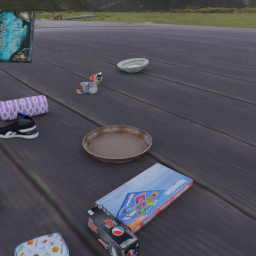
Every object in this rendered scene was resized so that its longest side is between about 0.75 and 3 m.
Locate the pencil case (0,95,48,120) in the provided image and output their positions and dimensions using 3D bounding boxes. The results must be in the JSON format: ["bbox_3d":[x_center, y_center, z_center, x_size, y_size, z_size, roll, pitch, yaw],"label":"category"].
[{"bbox_3d":[-4.780,-0.944,12.846,2.185,0.917,0.934,-11,22,-26],"label":"pencil case"}]

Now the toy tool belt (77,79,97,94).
[{"bbox_3d":[-2.357,-2.424,16.051,1.217,0.748,0.760,-3,26,-7],"label":"toy tool belt"}]

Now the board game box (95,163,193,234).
[{"bbox_3d":[0.521,1.833,7.828,1.361,0.257,2.643,21,33,40],"label":"board game box"}]

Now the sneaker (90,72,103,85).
[{"bbox_3d":[-2.063,-3.090,17.731,0.732,0.664,1.725,-6,16,6],"label":"sneaker"}]

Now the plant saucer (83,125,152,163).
[{"bbox_3d":[-0.383,0.596,10.234,2.499,0.401,2.499,0,25,0],"label":"plant saucer"}]

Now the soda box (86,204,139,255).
[{"bbox_3d":[-0.388,2.388,6.376,0.466,0.520,1.471,-16,29,-35],"label":"soda box"}]

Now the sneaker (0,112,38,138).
[{"bbox_3d":[-4.476,-0.157,11.091,1.767,0.989,0.646,2,26,3],"label":"sneaker"}]

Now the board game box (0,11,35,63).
[{"bbox_3d":[-4.429,-3.580,11.026,1.368,2.022,0.285,1,-7,2],"label":"board game box"}]

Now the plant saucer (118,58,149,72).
[{"bbox_3d":[0.389,-4.497,20.383,2.263,0.568,2.263,-5,28,3],"label":"plant saucer"}]

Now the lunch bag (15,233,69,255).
[{"bbox_3d":[-1.806,2.713,5.864,1.074,0.406,0.861,-13,31,-28],"label":"lunch bag"}]
